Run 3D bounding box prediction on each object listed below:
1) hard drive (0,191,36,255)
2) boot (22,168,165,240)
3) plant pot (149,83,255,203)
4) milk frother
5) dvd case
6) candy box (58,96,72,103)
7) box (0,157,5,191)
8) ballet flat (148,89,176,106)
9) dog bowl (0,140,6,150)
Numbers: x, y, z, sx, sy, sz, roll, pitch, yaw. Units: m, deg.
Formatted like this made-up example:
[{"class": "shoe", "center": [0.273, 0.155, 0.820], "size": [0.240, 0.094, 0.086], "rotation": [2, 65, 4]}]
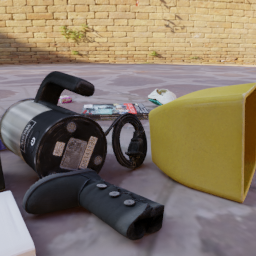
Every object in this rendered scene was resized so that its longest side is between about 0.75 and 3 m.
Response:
[{"class": "hard drive", "center": [-3.014, 1.768, 3.962], "size": [2.891, 0.380, 1.906], "rotation": [-10, 19, -30]}, {"class": "boot", "center": [-0.619, 1.406, 4.900], "size": [1.669, 0.665, 2.025], "rotation": [-19, 29, -42]}, {"class": "plant pot", "center": [1.744, 0.150, 6.638], "size": [2.230, 2.166, 2.180], "rotation": [3, 16, 30]}, {"class": "milk frother", "center": [-1.324, 0.226, 7.209], "size": [2.666, 2.558, 2.835], "rotation": [21, -17, 49]}, {"class": "dvd case", "center": [-0.613, -0.756, 12.652], "size": [2.898, 0.319, 2.116], "rotation": [-1, 16, -6]}, {"class": "candy box", "center": [-3.531, -1.589, 15.532], "size": [0.599, 0.268, 0.878], "rotation": [-10, 19, -29]}, {"class": "box", "center": [-3.500, 0.428, 5.908], "size": [1.147, 1.846, 1.371], "rotation": [-14, 22, -40]}, {"class": "ballet flat", "center": [1.747, -1.392, 13.287], "size": [0.963, 0.963, 2.774], "rotation": [-5, 18, -16]}, {"class": "dog bowl", "center": [-4.090, 0.295, 8.685], "size": [1.220, 0.480, 1.220], "rotation": [-3, 18, 1]}]
